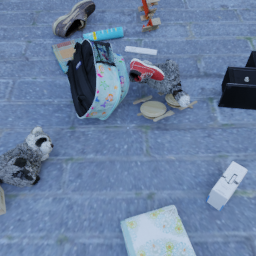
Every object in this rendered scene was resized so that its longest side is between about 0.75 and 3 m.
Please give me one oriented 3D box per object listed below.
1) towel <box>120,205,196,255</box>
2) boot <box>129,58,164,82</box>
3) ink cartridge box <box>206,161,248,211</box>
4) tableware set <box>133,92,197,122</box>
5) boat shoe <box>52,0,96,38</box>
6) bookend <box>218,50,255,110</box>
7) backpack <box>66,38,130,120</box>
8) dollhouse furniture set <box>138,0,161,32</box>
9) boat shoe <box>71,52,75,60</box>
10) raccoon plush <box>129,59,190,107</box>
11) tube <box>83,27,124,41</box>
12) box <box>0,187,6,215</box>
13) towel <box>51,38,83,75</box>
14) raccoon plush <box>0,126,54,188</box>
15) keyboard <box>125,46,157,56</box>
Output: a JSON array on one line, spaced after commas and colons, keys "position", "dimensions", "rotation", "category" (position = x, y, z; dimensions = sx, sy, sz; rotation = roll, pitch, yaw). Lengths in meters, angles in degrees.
[{"position": [0.885, 3.435, 8.077], "dimensions": [1.799, 0.506, 2.101], "rotation": [-12, 54, -12], "category": "towel"}, {"position": [0.675, -1.851, 10.012], "dimensions": [1.364, 0.494, 0.984], "rotation": [21, 44, -15], "category": "boot"}, {"position": [3.148, 1.848, 8.934], "dimensions": [0.555, 0.961, 1.316], "rotation": [33, 59, 24], "category": "ink cartridge box"}, {"position": [1.515, -0.860, 11.276], "dimensions": [2.256, 0.452, 1.491], "rotation": [-23, 45, -23], "category": "tableware set"}, {"position": [-2.596, -5.505, 14.444], "dimensions": [1.033, 1.050, 2.819], "rotation": [39, 71, 14], "category": "boat shoe"}, {"position": [5.227, -2.194, 11.712], "dimensions": [2.782, 1.290, 2.800], "rotation": [6, 53, 4], "category": "bookend"}, {"position": [-1.164, -1.649, 10.626], "dimensions": [2.021, 2.383, 2.684], "rotation": [8, 54, -30], "category": "backpack"}, {"position": [0.965, -5.942, 14.279], "dimensions": [0.957, 1.858, 1.838], "rotation": [-14, 87, -8], "category": "dollhouse furniture set"}, {"position": [-1.945, -2.548, 12.281], "dimensions": [0.649, 0.548, 1.821], "rotation": [-29, 70, -21], "category": "boat shoe"}, {"position": [1.113, -1.838, 10.774], "dimensions": [1.784, 1.288, 2.662], "rotation": [-4, 33, -16], "category": "raccoon plush"}, {"position": [-1.239, -4.676, 14.097], "dimensions": [2.003, 0.505, 0.776], "rotation": [-11, 42, -3], "category": "tube"}, {"position": [-4.887, 2.438, 8.634], "dimensions": [1.902, 0.740, 0.903], "rotation": [-15, 55, -11], "category": "box"}, {"position": [-2.584, -3.465, 13.303], "dimensions": [1.631, 0.241, 2.223], "rotation": [-21, 56, -15], "category": "towel"}, {"position": [-3.928, 0.847, 9.551], "dimensions": [2.809, 1.359, 1.882], "rotation": [3, 46, 3], "category": "raccoon plush"}, {"position": [0.633, -3.767, 13.621], "dimensions": [1.546, 0.082, 0.435], "rotation": [10, 54, 7], "category": "keyboard"}]
